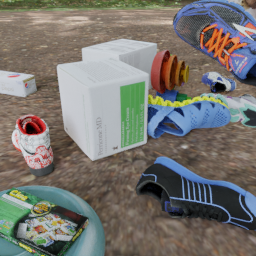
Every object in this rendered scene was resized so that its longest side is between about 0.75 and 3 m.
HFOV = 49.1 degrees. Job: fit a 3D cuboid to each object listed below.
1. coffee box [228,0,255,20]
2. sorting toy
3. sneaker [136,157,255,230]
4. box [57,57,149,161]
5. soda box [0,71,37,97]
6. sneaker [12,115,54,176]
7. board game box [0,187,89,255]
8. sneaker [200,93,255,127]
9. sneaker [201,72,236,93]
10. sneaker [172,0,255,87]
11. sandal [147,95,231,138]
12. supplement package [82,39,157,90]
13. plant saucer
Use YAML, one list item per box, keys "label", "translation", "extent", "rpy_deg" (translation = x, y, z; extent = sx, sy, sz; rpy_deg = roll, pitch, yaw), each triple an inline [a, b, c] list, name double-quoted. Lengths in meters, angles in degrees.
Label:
- label: "coffee box"
  translation: [2.823, -2.627, 6.395]
  extent: [1.176, 2.080, 0.830]
  rpy_deg: [24, 28, 21]
- label: "sorting toy"
  translation: [1.700, -1.709, 9.782]
  extent: [1.208, 1.769, 2.944]
  rpy_deg: [10, 11, 19]
- label: "sneaker"
  translation: [1.239, 1.359, 5.153]
  extent: [2.358, 0.827, 0.919]
  rpy_deg: [20, 47, 34]
- label: "box"
  translation: [-0.672, -0.620, 7.435]
  extent: [1.719, 1.997, 2.007]
  rpy_deg: [-16, 32, -27]
- label: "soda box"
  translation: [-4.716, -1.781, 11.012]
  extent: [2.151, 0.685, 0.733]
  rpy_deg: [11, 30, 18]
- label: "sneaker"
  translation: [-2.417, 0.128, 6.900]
  extent: [0.741, 1.190, 2.221]
  rpy_deg: [-16, 32, -27]
- label: "board game box"
  translation: [-1.579, 1.524, 4.585]
  extent: [1.688, 0.198, 0.885]
  rpy_deg: [14, 33, 24]
- label: "sneaker"
  translation: [3.439, -0.748, 9.092]
  extent: [2.065, 0.803, 1.445]
  rpy_deg: [25, 34, 23]
- label: "sneaker"
  translation: [3.463, -1.809, 11.168]
  extent: [0.842, 0.589, 1.458]
  rpy_deg: [-18, 35, -34]
- label: "sneaker"
  translation: [2.173, -1.521, 5.370]
  extent: [2.891, 1.089, 1.134]
  rpy_deg: [27, 47, 6]
- label: "sandal"
  translation: [1.527, -0.213, 7.892]
  extent: [2.733, 1.086, 1.190]
  rpy_deg: [-1, 45, 3]
- label: "supplement package"
  translation: [-0.272, -2.264, 10.736]
  extent: [1.766, 1.779, 2.344]
  rpy_deg: [20, 34, 32]
- label: "plant saucer"
  translation: [-1.830, 1.845, 4.568]
  extent: [2.905, 0.398, 2.905]
  rpy_deg: [0, 29, 0]
